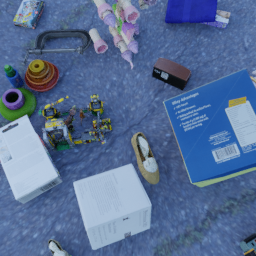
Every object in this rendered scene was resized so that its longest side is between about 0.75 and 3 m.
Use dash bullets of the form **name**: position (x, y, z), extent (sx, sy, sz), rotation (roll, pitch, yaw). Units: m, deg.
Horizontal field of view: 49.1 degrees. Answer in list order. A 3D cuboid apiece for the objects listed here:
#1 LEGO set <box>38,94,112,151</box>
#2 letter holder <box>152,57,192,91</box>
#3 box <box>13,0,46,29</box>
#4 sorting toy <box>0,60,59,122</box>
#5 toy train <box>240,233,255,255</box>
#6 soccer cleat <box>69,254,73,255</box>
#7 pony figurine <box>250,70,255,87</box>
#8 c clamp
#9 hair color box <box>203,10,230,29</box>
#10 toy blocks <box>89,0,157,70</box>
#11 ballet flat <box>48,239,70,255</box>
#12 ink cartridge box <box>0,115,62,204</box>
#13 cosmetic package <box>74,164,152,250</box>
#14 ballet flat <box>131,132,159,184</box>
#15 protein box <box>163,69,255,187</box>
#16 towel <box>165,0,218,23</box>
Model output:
- **LEGO set**: position (-2.037, -0.321, 10.432), extent (2.827, 1.638, 2.174), rotation (-2, 68, -1)
- **letter holder**: position (1.925, -2.451, 11.806), extent (1.479, 0.744, 1.051), rotation (27, 69, 11)
- **box**: position (-4.659, -5.427, 13.265), extent (1.032, 0.285, 1.511), rotation (12, 68, 5)
- **sorting toy**: position (-4.194, -1.790, 11.259), extent (1.797, 1.227, 2.990), rotation (33, 72, 13)
- **toy train**: position (4.772, 3.852, 9.177), extent (2.130, 0.908, 1.214), rotation (-26, 61, -10)
- **soccer cleat**: position (-2.577, 4.504, 8.929), extent (1.802, 0.754, 0.583), rotation (-20, 69, -8)
- **pony figurine**: position (5.003, -1.277, 10.837), extent (2.546, 2.120, 2.458), rotation (-34, 69, 5)
- **c clamp**: position (-3.000, -3.571, 12.283), extent (2.903, 0.393, 2.480), rotation (-7, 50, -5)
- **hair color box**: position (4.057, -5.156, 13.089), extent (1.263, 0.409, 0.690), rotation (17, 69, 7)
- **toy blocks**: position (0.042, -4.078, 11.523), extent (2.705, 2.528, 2.277), rotation (-20, 70, -19)
- **ballet flat**: position (-2.248, 3.971, 8.910), extent (0.461, 0.511, 1.359), rotation (-45, 32, -18)
- **ink cartridge box**: position (-3.775, 1.082, 10.335), extent (1.583, 0.732, 2.906), rotation (-29, 65, -11)
- **cosmetic package**: position (-0.480, 2.490, 8.947), extent (2.010, 1.657, 1.658), rotation (-16, 49, -12)
- **ballet flat**: position (0.650, 1.077, 10.355), extent (0.701, 0.643, 2.042), rotation (-15, 68, -23)
- **protein box**: position (3.173, 0.131, 9.575), extent (2.910, 1.977, 2.931), rotation (-22, 68, 15)
- **towel**: position (2.933, -5.519, 12.949), extent (2.305, 0.571, 1.702), rotation (5, 72, 18)
